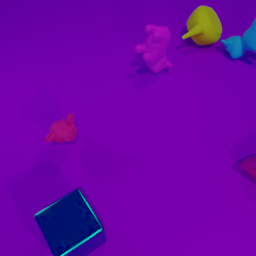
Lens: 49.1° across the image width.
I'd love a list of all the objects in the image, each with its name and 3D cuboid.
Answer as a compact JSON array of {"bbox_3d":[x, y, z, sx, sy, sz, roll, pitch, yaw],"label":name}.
[{"bbox_3d":[-1.594,-0.022,6.806,0.639,0.762,1.060,9,29,7],"label":"monkey head"},{"bbox_3d":[-1.145,2.080,5.770,1.015,1.015,1.015,-30,60,-19],"label":"cube"},{"bbox_3d":[2.476,-3.375,9.471,2.081,1.019,1.294,-39,103,-48],"label":"teapot"},{"bbox_3d":[3.298,1.189,6.650,0.945,0.945,0.948,-22,95,-15],"label":"cone"},{"bbox_3d":[0.912,-2.355,8.397,1.455,1.479,0.812,-12,52,-42],"label":"cow figurine"},{"bbox_3d":[3.868,-2.882,8.845,1.574,1.600,0.878,37,43,28],"label":"cow figurine"}]
